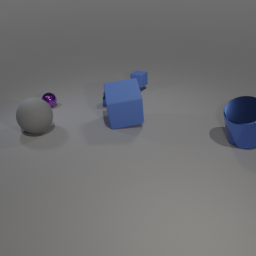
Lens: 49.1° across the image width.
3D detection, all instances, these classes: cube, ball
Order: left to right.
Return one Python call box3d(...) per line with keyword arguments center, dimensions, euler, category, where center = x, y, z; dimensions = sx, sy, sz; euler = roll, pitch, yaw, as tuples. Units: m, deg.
box3d(center=(-3.686, -0.492, 11.083), dimensions=(1.400, 1.400, 1.400), euler=(0, 30, 0), category="ball")
box3d(center=(-3.734, -1.328, 13.264), dimensions=(0.700, 0.700, 0.700), euler=(0, 30, 0), category="ball")
box3d(center=(-0.169, -1.006, 11.555), dimensions=(1.400, 1.400, 1.400), euler=(-10, 45, -2), category="cube")
box3d(center=(0.598, -2.635, 15.060), dimensions=(0.700, 0.700, 0.700), euler=(12, 30, 28), category="cube")

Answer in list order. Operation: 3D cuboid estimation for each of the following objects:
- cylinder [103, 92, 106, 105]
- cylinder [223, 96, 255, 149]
box3d(center=(-0.802, -1.410, 13.336), dimensions=(0.700, 0.700, 0.700), euler=(6, 30, 4), category="cylinder")
box3d(center=(4.254, -0.197, 10.170), dimensions=(1.400, 1.400, 1.400), euler=(-13, 46, 14), category="cylinder")
